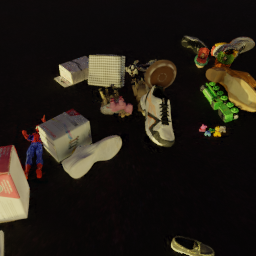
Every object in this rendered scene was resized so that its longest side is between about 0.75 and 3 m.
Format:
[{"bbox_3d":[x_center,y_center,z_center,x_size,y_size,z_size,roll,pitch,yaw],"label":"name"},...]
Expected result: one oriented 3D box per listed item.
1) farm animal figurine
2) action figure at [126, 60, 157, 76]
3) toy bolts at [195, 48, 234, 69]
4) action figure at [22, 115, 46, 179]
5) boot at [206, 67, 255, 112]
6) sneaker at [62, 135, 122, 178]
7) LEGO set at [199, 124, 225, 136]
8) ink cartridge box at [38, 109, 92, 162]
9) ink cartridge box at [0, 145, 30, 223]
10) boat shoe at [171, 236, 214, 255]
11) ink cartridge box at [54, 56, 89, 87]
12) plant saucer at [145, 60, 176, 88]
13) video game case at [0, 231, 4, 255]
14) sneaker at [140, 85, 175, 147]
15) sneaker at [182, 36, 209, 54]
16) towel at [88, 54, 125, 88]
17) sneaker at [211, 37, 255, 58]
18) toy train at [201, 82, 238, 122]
[{"bbox_3d":[0.155,-1.045,11.051,2.747,1.381,2.218,-27,29,-24],"label":"farm animal figurine"},{"bbox_3d":[0.619,-2.971,13.772,1.609,0.558,1.047,-4,47,1],"label":"action figure"},{"bbox_3d":[4.048,-3.000,13.735,1.717,1.191,1.640,23,85,11],"label":"toy bolts"},{"bbox_3d":[-3.134,0.462,9.362,0.749,1.136,2.295,-5,38,-6],"label":"action figure"},{"bbox_3d":[4.895,-1.767,11.795,2.106,1.035,2.941,-7,41,-34],"label":"boot"},{"bbox_3d":[-1.217,0.755,9.303,2.132,0.802,0.943,-30,37,-29],"label":"sneaker"},{"bbox_3d":[3.171,0.058,10.327,0.959,0.393,0.366,2,41,2],"label":"LEGO set"},{"bbox_3d":[-2.141,0.230,9.623,1.433,1.037,1.041,-30,49,-30],"label":"ink cartridge box"},{"bbox_3d":[-4.144,1.628,7.292,2.639,1.933,1.092,-8,41,-9],"label":"ink cartridge box"},{"bbox_3d":[1.621,2.972,6.976,1.063,0.318,0.380,11,42,12],"label":"boat shoe"},{"bbox_3d":[-2.508,-2.717,13.387,1.870,0.634,1.085,-29,48,-30],"label":"ink cartridge box"},{"bbox_3d":[1.200,-1.851,10.032,1.206,1.206,0.193,-10,41,-12],"label":"plant saucer"},{"bbox_3d":[-3.718,3.343,6.644,1.424,0.185,1.565,-12,42,-14],"label":"video game case"},{"bbox_3d":[1.066,-0.461,9.607,0.882,0.957,2.393,3,53,-29],"label":"sneaker"},{"bbox_3d":[3.865,-4.699,15.676,0.764,0.712,1.926,-17,43,-25],"label":"sneaker"},{"bbox_3d":[-0.935,-2.376,11.647,1.595,1.321,0.682,7,18,22],"label":"towel"},{"bbox_3d":[5.687,-4.112,14.936,2.383,0.928,0.979,-18,48,-7],"label":"sneaker"},{"bbox_3d":[3.754,-1.134,11.673,0.699,0.517,2.477,-16,42,-2],"label":"toy train"}]
